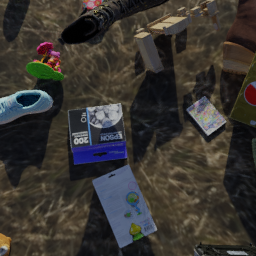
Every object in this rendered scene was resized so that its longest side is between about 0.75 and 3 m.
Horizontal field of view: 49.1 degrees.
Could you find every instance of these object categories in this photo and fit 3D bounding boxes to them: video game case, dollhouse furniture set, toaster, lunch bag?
[{"bbox_3d":[2.478,-0.389,8.870,0.762,0.096,1.064,-35,79,-8],"label":"video game case"},{"bbox_3d":[1.546,-3.016,9.110,2.625,1.360,1.162,-30,118,-7],"label":"dollhouse furniture set"},{"bbox_3d":[2.592,3.607,7.015,1.968,1.779,1.168,2,77,0],"label":"toaster"},{"bbox_3d":[-1.038,-4.330,9.666,0.904,0.420,1.026,15,77,4],"label":"lunch bag"}]

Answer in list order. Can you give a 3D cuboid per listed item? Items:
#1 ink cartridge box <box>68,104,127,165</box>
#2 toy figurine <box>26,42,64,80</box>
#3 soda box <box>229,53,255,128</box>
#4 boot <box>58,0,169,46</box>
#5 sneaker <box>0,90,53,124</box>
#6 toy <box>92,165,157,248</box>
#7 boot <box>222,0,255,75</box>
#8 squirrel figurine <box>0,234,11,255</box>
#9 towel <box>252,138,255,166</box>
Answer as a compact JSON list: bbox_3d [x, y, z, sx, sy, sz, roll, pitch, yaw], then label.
[{"bbox_3d":[-0.935,0.178,8.598,1.681,0.368,1.697,-8,77,-3],"label":"ink cartridge box"},{"bbox_3d":[-2.555,-2.231,9.055,1.190,0.893,1.095,15,66,-19],"label":"toy figurine"},{"bbox_3d":[3.920,-1.422,7.969,0.935,0.884,2.761,26,107,28],"label":"soda box"},{"bbox_3d":[-0.143,-2.855,6.648,0.969,2.800,2.438,57,43,-21],"label":"boot"},{"bbox_3d":[-3.500,-0.746,8.536,2.226,0.912,0.823,-18,76,-4],"label":"sneaker"},{"bbox_3d":[-0.111,2.212,8.045,1.150,0.472,1.998,-23,80,-9],"label":"toy"},{"bbox_3d":[4.588,-2.727,8.654,2.981,1.078,2.479,16,96,12],"label":"boot"},{"bbox_3d":[-3.535,4.049,7.183,2.536,1.795,2.367,29,67,-8],"label":"squirrel figurine"},{"bbox_3d":[4.687,1.442,8.240,1.862,0.458,2.510,-2,75,-1],"label":"towel"}]
